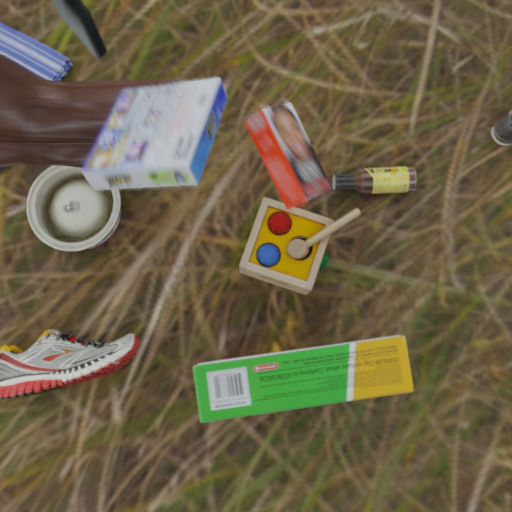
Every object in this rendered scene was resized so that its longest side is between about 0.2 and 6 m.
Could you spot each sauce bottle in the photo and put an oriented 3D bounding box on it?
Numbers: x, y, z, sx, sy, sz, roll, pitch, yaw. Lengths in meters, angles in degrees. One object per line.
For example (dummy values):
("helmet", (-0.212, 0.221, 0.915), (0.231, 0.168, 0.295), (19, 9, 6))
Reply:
("sauce bottle", (1.893, -1.205, 8.999), (1.303, 0.422, 0.422), (-2, 80, -2))

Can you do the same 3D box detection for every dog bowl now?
("dog bowl", (-2.805, -0.743, 8.857), (1.474, 0.543, 1.474), (0, 81, 0))

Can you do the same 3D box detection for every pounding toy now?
("pounding toy", (0.637, -0.200, 8.510), (1.448, 1.029, 1.333), (19, 81, 3))

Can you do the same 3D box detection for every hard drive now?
("hard drive", (-2.356, -3.132, 7.205), (0.203, 1.234, 0.861), (-41, 93, -5))

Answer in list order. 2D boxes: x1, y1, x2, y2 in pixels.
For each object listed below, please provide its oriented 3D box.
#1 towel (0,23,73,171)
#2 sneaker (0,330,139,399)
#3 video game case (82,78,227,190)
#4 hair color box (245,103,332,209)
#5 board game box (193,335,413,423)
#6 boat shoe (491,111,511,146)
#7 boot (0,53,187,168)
("towel", (-4.378, -2.673, 9.383), (1.695, 0.279, 2.341), (29, 80, 7))
("sneaker", (-2.822, 1.470, 8.310), (2.179, 0.848, 0.895), (-13, 79, -3))
("video game case", (-0.936, -1.165, 5.340), (1.092, 0.274, 1.205), (0, 53, 19))
("hair color box", (0.374, -1.150, 6.415), (0.561, 0.339, 1.106), (-28, 92, -45))
("board game box", (0.486, 1.517, 7.219), (2.275, 2.973, 0.599), (-8, 80, -1))
("boat shoe", (4.745, -2.336, 9.149), (1.806, 0.515, 0.604), (-26, 81, -4))
("boot", (-2.013, -2.010, 6.417), (3.293, 3.069, 1.058), (-2, 65, -25))
